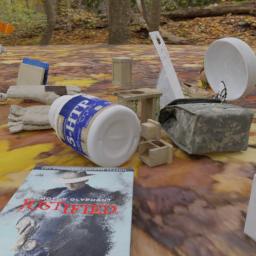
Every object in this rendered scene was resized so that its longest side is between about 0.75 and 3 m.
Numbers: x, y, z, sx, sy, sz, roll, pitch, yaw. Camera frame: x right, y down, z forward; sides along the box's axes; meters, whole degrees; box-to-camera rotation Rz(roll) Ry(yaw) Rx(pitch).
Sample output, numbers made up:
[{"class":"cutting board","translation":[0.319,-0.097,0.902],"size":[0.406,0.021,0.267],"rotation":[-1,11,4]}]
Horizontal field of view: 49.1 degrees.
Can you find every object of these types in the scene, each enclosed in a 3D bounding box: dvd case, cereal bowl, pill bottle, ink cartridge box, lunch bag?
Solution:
[{"class":"dvd case","translation":[-0.877,1.285,4.036],"size":[1.916,0.289,2.625],"rotation":[1,19,3]},{"class":"cereal bowl","translation":[3.509,-1.997,9.282],"size":[0.865,2.077,2.077],"rotation":[-21,25,-16]},{"class":"pill bottle","translation":[-0.872,-0.065,6.282],"size":[1.294,1.294,2.162],"rotation":[-16,25,-37]},{"class":"ink cartridge box","translation":[1.072,-1.601,8.649],"size":[0.620,2.623,2.100],"rotation":[-20,14,19]},{"class":"ink cartridge box","translation":[2.402,1.022,3.713],"size":[1.361,0.989,0.984],"rotation":[-14,24,-34]},{"class":"lunch bag","translation":[1.767,-0.160,6.829],"size":[1.546,1.109,1.886],"rotation":[-1,16,-19]}]

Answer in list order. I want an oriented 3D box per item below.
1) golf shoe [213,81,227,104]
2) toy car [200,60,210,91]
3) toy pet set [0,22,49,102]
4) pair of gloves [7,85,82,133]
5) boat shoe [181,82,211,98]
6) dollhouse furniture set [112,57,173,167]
[{"class":"golf shoe","translation":[2.996,-1.024,9.189],"size":[0.485,1.026,0.399],"rotation":[-2,9,14]},{"class":"toy car","translation":[3.822,-2.353,12.892],"size":[1.208,1.257,1.531],"rotation":[9,32,23]},{"class":"toy pet set","translation":[-4.457,-2.305,10.675],"size":[2.685,2.876,1.527],"rotation":[12,4,-14]},{"class":"pair of gloves","translation":[-2.502,-0.709,8.802],"size":[2.405,0.496,2.829],"rotation":[-5,31,-19]},{"class":"boat shoe","translation":[2.756,-1.560,11.577],"size":[0.558,0.505,1.566],"rotation":[-14,24,-35]},{"class":"dollhouse furniture set","translation":[0.558,-0.487,6.310],"size":[1.151,2.070,1.831],"rotation":[-10,22,-27]}]
